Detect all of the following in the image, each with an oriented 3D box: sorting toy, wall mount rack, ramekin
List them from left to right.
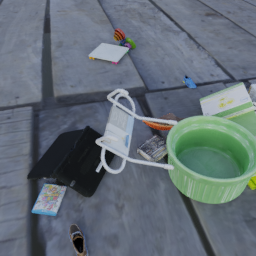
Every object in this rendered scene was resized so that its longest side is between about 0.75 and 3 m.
[{"bbox_3d":[-0.296,-5.101,16.542,1.583,0.951,0.650,43,84,-4],"label":"sorting toy"},{"bbox_3d":[0.291,0.140,8.358,2.364,1.015,2.721,30,55,-30],"label":"wall mount rack"},{"bbox_3d":[2.645,1.021,9.105,2.882,1.408,2.882,0,41,0],"label":"ramekin"}]

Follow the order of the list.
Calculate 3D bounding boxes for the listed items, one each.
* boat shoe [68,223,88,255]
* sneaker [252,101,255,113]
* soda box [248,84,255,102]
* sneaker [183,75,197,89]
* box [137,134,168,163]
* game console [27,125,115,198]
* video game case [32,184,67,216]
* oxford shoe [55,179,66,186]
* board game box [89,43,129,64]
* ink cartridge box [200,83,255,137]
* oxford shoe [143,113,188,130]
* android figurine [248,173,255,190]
[{"bbox_3d":[-1.348,3.019,7.618,0.400,0.401,1.108,-19,45,-20],"label":"boat shoe"},{"bbox_3d":[5.411,-0.623,11.435,2.316,0.770,1.048,-14,81,12],"label":"sneaker"},{"bbox_3d":[6.717,-1.412,12.241,2.812,0.958,0.895,-6,42,-7],"label":"soda box"},{"bbox_3d":[3.014,-2.242,13.651,0.307,0.365,0.931,-17,45,-21],"label":"sneaker"},{"bbox_3d":[0.985,0.754,10.304,0.854,0.261,1.079,33,51,32],"label":"box"},{"bbox_3d":[-1.873,1.188,9.838,2.127,1.408,2.418,34,45,-7],"label":"game console"},{"bbox_3d":[-2.446,2.219,8.764,0.756,0.094,1.056,6,42,6],"label":"video game case"},{"bbox_3d":[-1.893,1.700,9.195,0.903,0.328,0.381,7,22,-5],"label":"oxford shoe"},{"bbox_3d":[-1.078,-4.278,16.062,1.780,0.230,1.780,15,43,16],"label":"board game box"},{"bbox_3d":[3.952,-0.543,10.957,1.878,0.619,2.580,-21,35,21],"label":"ink cartridge box"},{"bbox_3d":[1.447,-0.249,10.643,1.768,0.630,0.645,10,80,9],"label":"oxford shoe"},{"bbox_3d":[4.387,1.695,9.262,1.016,0.229,1.116,-15,44,-16],"label":"android figurine"}]
